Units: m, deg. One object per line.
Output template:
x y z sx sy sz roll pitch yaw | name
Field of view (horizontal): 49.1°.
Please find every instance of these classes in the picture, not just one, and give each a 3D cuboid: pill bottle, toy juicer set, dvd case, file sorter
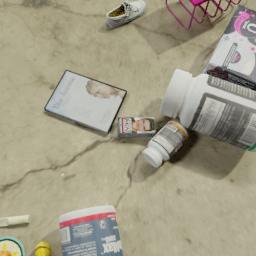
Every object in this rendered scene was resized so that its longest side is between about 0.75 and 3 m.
1.042 0.462 7.896 0.748 0.748 1.286 41 74 15 | pill bottle
-0.784 3.134 6.552 1.405 1.405 2.350 -11 70 -4 | pill bottle
-2.787 3.096 6.965 1.561 0.668 2.454 -25 70 -9 | toy juicer set
-1.308 -0.867 8.797 2.185 0.192 1.559 20 70 8 | dvd case
2.677 -4.743 9.647 2.368 1.485 1.645 -28 72 -10 | file sorter
2.468 -0.558 7.893 2.869 1.623 1.623 22 70 8 | pill bottle

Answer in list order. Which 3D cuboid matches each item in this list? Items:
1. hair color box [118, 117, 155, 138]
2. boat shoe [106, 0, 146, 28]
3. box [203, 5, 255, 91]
0.242 -0.026 8.385 1.095 0.332 0.542 -1 68 -1 | hair color box
-0.068 -4.191 9.840 1.655 0.705 0.611 -30 71 -11 | boat shoe
3.500 -2.260 8.684 1.629 1.414 2.465 27 71 10 | box
